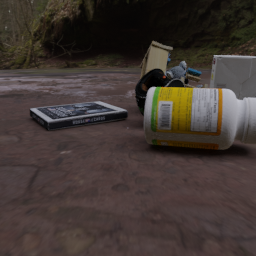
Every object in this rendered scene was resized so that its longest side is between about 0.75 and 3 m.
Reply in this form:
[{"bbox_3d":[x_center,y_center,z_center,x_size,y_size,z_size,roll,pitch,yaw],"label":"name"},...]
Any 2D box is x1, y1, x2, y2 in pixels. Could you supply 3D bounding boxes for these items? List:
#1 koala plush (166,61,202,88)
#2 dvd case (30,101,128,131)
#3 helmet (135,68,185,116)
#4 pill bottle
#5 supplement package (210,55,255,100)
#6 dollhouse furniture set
[{"bbox_3d":[2.096,-1.796,11.663,1.506,1.699,1.561,-34,29,-21],"label":"koala plush"},{"bbox_3d":[-1.791,-0.514,10.088,2.894,0.358,2.175,-9,19,-32],"label":"dvd case"},{"bbox_3d":[1.195,-0.937,9.167,1.771,1.688,1.771,-22,42,21],"label":"helmet"},{"bbox_3d":[1.804,-0.236,6.864,2.642,1.467,1.467,4,15,14],"label":"pill bottle"},{"bbox_3d":[3.658,-1.295,9.420,1.701,2.184,1.211,5,16,11],"label":"supplement package"},{"bbox_3d":[1.707,-1.934,11.148,2.376,1.675,1.665,15,-25,-9],"label":"dollhouse furniture set"}]
